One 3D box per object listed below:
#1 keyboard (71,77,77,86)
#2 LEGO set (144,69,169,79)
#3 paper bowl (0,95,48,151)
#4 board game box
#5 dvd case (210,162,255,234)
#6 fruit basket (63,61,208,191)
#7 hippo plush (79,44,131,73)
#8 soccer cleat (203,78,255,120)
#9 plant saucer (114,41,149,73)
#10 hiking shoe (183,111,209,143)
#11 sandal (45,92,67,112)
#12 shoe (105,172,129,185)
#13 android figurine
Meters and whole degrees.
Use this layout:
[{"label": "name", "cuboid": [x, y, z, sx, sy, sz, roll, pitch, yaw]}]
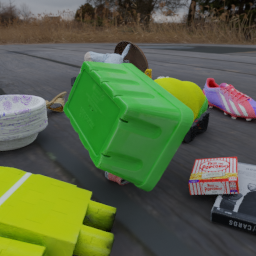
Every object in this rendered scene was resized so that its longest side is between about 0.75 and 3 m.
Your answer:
[{"label": "keyboard", "cuboid": [-2.579, -2.711, 15.401, 1.111, 0.423, 2.135, -4, 22, -11]}, {"label": "LEGO set", "cuboid": [0.711, -2.279, 13.259, 2.680, 1.100, 1.022, 1, 21, 4]}, {"label": "paper bowl", "cuboid": [-3.291, -0.151, 7.560, 2.167, 1.127, 2.167, 0, 21, 0]}, {"label": "board game box", "cuboid": [1.681, 0.905, 5.415, 0.852, 0.260, 1.125, -7, 14, 21]}, {"label": "dvd case", "cuboid": [2.503, 1.235, 5.063, 1.541, 0.254, 2.050, 9, 21, 28]}, {"label": "fruit basket", "cuboid": [0.353, -0.234, 5.769, 2.793, 2.014, 2.793, 25, 19, -9]}, {"label": "hippo plush", "cuboid": [-0.774, -2.324, 13.091, 2.646, 2.108, 2.128, -14, 51, -18]}, {"label": "soccer cleat", "cuboid": [3.713, -1.060, 10.063, 0.936, 1.073, 2.806, -10, 22, -24]}, {"label": "plant saucer", "cuboid": [0.240, -3.259, 14.011, 0.432, 2.361, 2.361, -34, 37, -31]}, {"label": "hiking shoe", "cuboid": [1.788, -0.170, 8.279, 0.879, 0.661, 1.746, 19, 28, 33]}, {"label": "sandal", "cuboid": [-2.629, -0.772, 10.169, 0.585, 0.652, 1.777, 48, 29, -2]}, {"label": "shoe", "cuboid": [0.024, 0.880, 5.983, 0.460, 0.361, 1.011, 21, 33, 38]}, {"label": "android figurine", "cuboid": [-1.393, 1.186, 3.979, 2.457, 0.505, 2.236, 16, 11, -4]}]
